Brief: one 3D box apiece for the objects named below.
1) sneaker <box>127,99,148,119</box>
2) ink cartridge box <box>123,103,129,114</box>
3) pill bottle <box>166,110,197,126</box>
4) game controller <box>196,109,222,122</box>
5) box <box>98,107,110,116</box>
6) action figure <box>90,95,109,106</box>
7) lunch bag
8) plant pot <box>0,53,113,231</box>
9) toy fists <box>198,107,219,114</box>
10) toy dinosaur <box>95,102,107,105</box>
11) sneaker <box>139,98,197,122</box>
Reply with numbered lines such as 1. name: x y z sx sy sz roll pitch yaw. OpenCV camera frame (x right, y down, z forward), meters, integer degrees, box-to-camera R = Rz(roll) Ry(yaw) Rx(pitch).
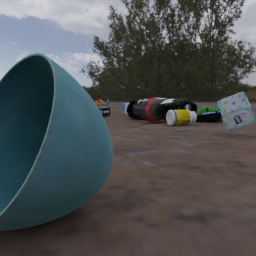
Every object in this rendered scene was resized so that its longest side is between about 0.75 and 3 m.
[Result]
1. sneaker: 0.495 -0.820 11.737 1.133 0.819 2.318 2 8 -2
2. ink cartridge box: 0.190 -1.009 14.625 0.764 0.558 0.560 6 9 41
3. pill bottle: 1.709 -0.331 8.917 0.886 0.498 0.498 -3 7 -20
4. game controller: 3.172 -0.497 10.707 1.068 0.431 2.047 2 6 22
5. box: -1.924 -0.754 12.871 1.488 0.453 1.846 -4 7 -40
6. action figure: -2.214 -1.111 15.310 1.873 1.013 1.936 -4 23 41
7. lunch bag: 2.511 -0.350 6.480 0.667 0.782 0.477 -20 -28 27
8. plant pot: -0.599 0.179 2.167 1.234 1.234 0.831 7 -15 46
9. toy fists: 4.049 -0.844 13.904 0.607 0.409 1.191 -6 10 -40
10. toy dinosaur: -1.579 -1.065 12.595 0.662 0.377 1.247 30 24 19
11. sneaker: 1.551 -0.657 9.990 2.478 0.876 1.211 -4 4 -41
